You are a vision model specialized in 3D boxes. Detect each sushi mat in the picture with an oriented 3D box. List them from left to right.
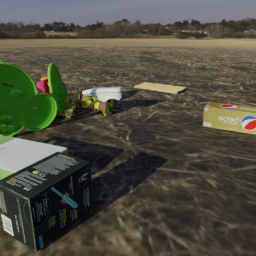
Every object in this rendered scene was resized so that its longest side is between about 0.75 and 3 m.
[{"bbox_3d":[1.593,-2.008,13.997,2.417,0.146,1.156,14,24,32],"label":"sushi mat"}]

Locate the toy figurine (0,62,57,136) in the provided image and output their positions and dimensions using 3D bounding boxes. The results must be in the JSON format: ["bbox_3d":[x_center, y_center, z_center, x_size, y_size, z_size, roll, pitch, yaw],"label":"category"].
[{"bbox_3d":[-4.037,-1.170,8.343,2.749,2.242,2.987,34,15,36],"label":"toy figurine"}]

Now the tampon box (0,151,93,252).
[{"bbox_3d":[-1.263,1.083,4.452,0.790,0.937,1.251,13,24,31],"label":"tampon box"}]

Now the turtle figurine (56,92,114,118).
[{"bbox_3d":[-1.539,-1.012,10.325,1.904,0.761,2.362,5,24,13],"label":"turtle figurine"}]

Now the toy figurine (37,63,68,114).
[{"bbox_3d":[-3.488,-1.184,10.149,2.183,1.780,2.372,-9,-3,1],"label":"toy figurine"}]

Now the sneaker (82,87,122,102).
[{"bbox_3d":[-0.905,-1.144,9.787,1.440,0.510,0.526,0,14,15],"label":"sneaker"}]

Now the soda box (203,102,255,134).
[{"bbox_3d":[3.431,-0.298,8.594,2.099,0.672,0.711,11,24,25],"label":"soda box"}]

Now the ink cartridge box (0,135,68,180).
[{"bbox_3d":[-2.493,0.734,5.759,2.320,0.688,1.205,9,22,23],"label":"ink cartridge box"}]
